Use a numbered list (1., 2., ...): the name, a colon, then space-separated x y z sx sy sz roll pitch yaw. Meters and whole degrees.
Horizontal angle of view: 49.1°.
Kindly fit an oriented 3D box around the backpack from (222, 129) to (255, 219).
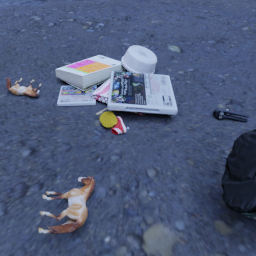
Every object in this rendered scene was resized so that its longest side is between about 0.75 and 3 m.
1. backpack: 3.672 1.344 6.939 2.683 2.239 1.698 24 -7 -26

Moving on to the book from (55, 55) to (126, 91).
1. book: -1.757 -2.863 13.660 1.961 0.705 2.936 26 40 32

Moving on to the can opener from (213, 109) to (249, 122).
1. can opener: 4.082 -0.532 11.081 1.376 0.436 0.541 10 39 13

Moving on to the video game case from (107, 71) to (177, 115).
1. video game case: 0.559 -1.550 11.799 2.674 0.344 2.942 4 37 -3

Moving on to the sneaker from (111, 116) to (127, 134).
1. sneaker: -0.435 -0.099 10.618 0.518 0.351 0.897 -13 39 -18

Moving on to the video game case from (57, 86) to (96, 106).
1. video game case: -2.226 -1.445 12.420 1.620 0.186 1.476 -2 39 -3

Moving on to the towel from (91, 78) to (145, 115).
1. towel: -0.035 -1.521 12.209 2.628 0.393 1.923 20 41 18

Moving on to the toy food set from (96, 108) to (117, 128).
1. toy food set: -0.767 -0.316 10.861 0.584 0.324 0.992 -33 52 -5

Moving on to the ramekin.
1. ramekin: 0.612 -3.347 13.806 1.777 0.828 1.777 15 40 -13

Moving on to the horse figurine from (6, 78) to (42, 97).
1. horse figurine: -4.731 -1.809 12.647 1.733 0.433 1.149 8 45 -1

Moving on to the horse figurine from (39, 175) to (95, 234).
1. horse figurine: -1.587 2.119 7.540 1.458 0.549 2.200 -2 25 -7
